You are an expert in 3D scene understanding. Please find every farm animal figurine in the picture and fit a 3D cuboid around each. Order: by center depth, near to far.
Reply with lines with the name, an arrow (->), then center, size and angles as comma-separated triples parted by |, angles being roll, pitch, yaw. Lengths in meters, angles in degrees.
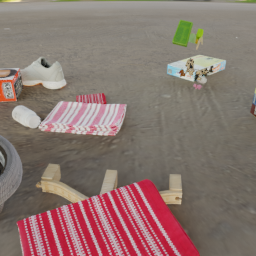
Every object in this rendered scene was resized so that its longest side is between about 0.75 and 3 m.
farm animal figurine -> 2.386, -1.952, 9.953 | 1.006, 0.506, 0.812 | 37, 76, 7

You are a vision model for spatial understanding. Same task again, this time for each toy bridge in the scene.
toy bridge -> -0.400, 1.266, 5.595 | 2.943, 0.401, 0.989 | 4, 31, 4

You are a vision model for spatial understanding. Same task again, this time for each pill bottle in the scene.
pill bottle -> -3.003, -0.316, 8.310 | 0.868, 0.496, 0.496 | 24, 37, 36

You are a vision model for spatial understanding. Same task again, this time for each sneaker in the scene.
sneaker -> -3.629, -2.305, 11.178 | 2.505, 1.152, 0.948 | 8, 30, 15

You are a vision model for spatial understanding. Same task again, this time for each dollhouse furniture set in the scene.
dollhouse furniture set -> 2.391, -3.556, 11.372 | 1.142, 0.883, 2.286 | 19, 8, 14

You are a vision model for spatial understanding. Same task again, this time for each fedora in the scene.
fedora -> -3.440, 1.044, 4.974 | 2.996, 1.353, 2.650 | 7, 31, -11

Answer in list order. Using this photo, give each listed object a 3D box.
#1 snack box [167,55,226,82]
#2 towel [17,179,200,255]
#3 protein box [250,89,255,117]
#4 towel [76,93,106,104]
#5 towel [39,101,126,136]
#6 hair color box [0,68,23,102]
snack box -> 3.126, -2.766, 12.686 | 2.501, 0.464, 1.453 | -25, 38, -36
towel -> -0.336, 1.788, 4.407 | 2.478, 0.279, 1.792 | -14, 44, -20
protein box -> 4.862, -0.651, 8.322 | 1.557, 1.058, 1.568 | -6, 30, -10
towel -> -1.298, -0.997, 9.916 | 1.039, 0.117, 0.751 | -6, 32, -8
towel -> -1.308, -0.393, 8.601 | 2.369, 0.354, 1.733 | 4, 29, 6
hair color box -> -5.383, -1.505, 10.047 | 2.814, 0.862, 1.428 | -4, 29, -9
